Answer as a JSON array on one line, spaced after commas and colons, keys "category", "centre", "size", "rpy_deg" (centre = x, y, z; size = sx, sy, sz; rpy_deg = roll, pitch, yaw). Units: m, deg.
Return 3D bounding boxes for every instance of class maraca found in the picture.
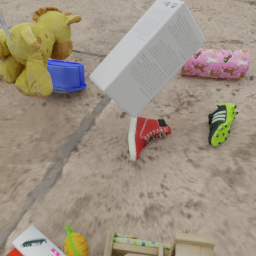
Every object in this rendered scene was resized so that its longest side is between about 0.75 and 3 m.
[{"category": "maraca", "centre": [-1.177, 2.572, 6.232], "size": [0.498, 0.638, 0.930], "rpy_deg": [-28, 44, -12]}]

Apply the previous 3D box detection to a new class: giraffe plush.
[{"category": "giraffe plush", "centre": [-2.411, -2.381, 7.745], "size": [2.225, 2.578, 2.091], "rpy_deg": [31, 51, 13]}]

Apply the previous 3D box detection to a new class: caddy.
[{"category": "caddy", "centre": [-2.649, -1.910, 10.714], "size": [2.177, 1.143, 1.539], "rpy_deg": [8, 22, 8]}]

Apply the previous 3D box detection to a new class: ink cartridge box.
[{"category": "ink cartridge box", "centre": [-2.126, 2.898, 6.132], "size": [1.232, 0.268, 1.069], "rpy_deg": [28, 48, 27]}]

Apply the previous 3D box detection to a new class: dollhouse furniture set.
[{"category": "dollhouse furniture set", "centre": [-0.179, 2.294, 5.086], "size": [2.896, 2.561, 1.610], "rpy_deg": [6, 42, 5]}]

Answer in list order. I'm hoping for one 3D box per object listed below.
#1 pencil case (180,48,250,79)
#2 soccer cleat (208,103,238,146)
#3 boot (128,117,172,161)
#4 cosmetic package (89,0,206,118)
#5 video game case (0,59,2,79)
[{"category": "pencil case", "centre": [3.470, -2.713, 11.536], "size": [2.804, 1.161, 1.213], "rpy_deg": [5, 29, 6]}, {"category": "soccer cleat", "centre": [2.951, -0.122, 9.207], "size": [0.809, 0.674, 1.996], "rpy_deg": [4, 41, 40]}, {"category": "boot", "centre": [0.687, 0.299, 8.673], "size": [1.343, 0.674, 1.862], "rpy_deg": [5, 40, 4]}, {"category": "cosmetic package", "centre": [0.544, -1.909, 7.726], "size": [2.967, 1.505, 1.057], "rpy_deg": [-47, 44, 4]}, {"category": "video game case", "centre": [-5.762, -2.891, 12.230], "size": [2.525, 0.452, 2.288], "rpy_deg": [-7, 43, -7]}]
